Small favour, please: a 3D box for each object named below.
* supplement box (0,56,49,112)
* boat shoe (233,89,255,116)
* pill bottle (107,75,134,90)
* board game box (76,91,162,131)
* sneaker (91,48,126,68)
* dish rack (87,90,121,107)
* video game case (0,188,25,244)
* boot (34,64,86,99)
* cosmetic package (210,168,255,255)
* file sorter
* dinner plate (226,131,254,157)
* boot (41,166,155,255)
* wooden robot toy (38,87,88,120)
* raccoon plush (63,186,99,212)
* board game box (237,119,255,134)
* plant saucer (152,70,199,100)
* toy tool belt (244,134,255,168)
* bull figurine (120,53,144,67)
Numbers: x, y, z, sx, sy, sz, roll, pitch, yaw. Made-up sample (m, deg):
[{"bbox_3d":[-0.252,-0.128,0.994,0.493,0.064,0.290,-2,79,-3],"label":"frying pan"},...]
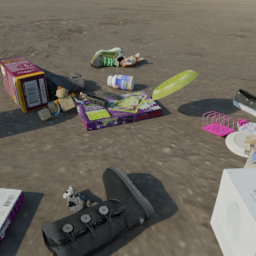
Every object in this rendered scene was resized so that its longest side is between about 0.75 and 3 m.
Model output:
[{"bbox_3d":[-4.261,-1.857,11.384,1.103,1.422,2.576,-20,37,-30],"label":"supplement box"},{"bbox_3d":[4.954,-0.827,10.474,0.765,0.631,2.230,-22,38,-32],"label":"boat shoe"},{"bbox_3d":[-0.318,-2.033,12.445,1.111,0.623,0.623,8,32,12],"label":"pill bottle"},{"bbox_3d":[-0.378,-0.708,10.538,2.856,0.461,1.714,-11,38,-18],"label":"board game box"},{"bbox_3d":[-0.945,-3.657,15.004,2.281,0.877,1.011,-27,55,-30],"label":"sneaker"},{"bbox_3d":[-0.872,-1.194,10.686,0.924,0.329,1.205,22,37,28],"label":"dish rack"},{"bbox_3d":[-3.487,2.079,6.025,1.798,0.355,1.984,2,32,4],"label":"video game case"},{"bbox_3d":[-3.178,-2.170,12.573,1.790,0.949,2.719,-20,48,-35],"label":"boot"},{"bbox_3d":[2.365,1.850,5.230,0.971,1.580,1.575,0,32,-5],"label":"cosmetic package"},{"bbox_3d":[3.001,-0.177,9.355,0.615,0.555,0.886,-16,24,-24],"label":"file sorter"},{"bbox_3d":[3.673,0.454,8.723,1.190,0.144,1.190,-1,40,1],"label":"dinner plate"},{"bbox_3d":[-0.830,1.845,6.170,2.220,0.729,1.830,-24,37,-26],"label":"boot"},{"bbox_3d":[-2.468,-1.097,10.355,1.971,0.894,0.868,-26,28,-13],"label":"wooden robot toy"},{"bbox_3d":[-1.142,1.729,6.752,0.865,0.418,0.579,23,13,-16],"label":"raccoon plush"},{"bbox_3d":[4.483,0.178,9.270,1.496,0.194,1.496,6,32,11],"label":"board game box"},{"bbox_3d":[1.549,-1.527,9.592,1.763,0.274,1.763,-31,11,7],"label":"plant saucer"},{"bbox_3d":[3.726,0.607,7.304,1.378,1.356,2.207,14,40,18],"label":"toy tool belt"},{"bbox_3d":[0.265,-3.682,15.120,1.526,0.497,0.926,-36,16,-35],"label":"bull figurine"}]
